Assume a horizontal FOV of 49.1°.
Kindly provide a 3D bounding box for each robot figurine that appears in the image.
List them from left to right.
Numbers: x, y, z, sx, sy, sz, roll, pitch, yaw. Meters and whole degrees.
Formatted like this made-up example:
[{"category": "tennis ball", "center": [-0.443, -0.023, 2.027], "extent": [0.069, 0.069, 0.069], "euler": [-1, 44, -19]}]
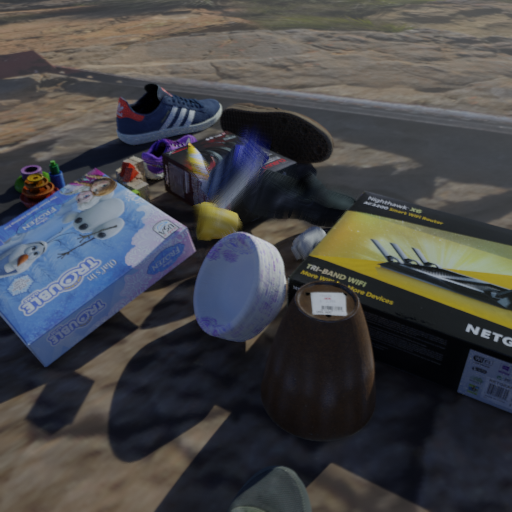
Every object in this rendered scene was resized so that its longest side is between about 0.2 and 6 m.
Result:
[{"category": "robot figurine", "center": [1.045, -0.255, 10.824], "extent": [0.725, 0.482, 0.854], "euler": [-13, 19, 47]}]

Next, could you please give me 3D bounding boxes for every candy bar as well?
[{"category": "candy bar", "center": [-1.129, -1.801, 10.900], "extent": [0.204, 0.459, 1.841], "euler": [-33, 26, 4]}]

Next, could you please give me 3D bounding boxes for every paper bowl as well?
[{"category": "paper bowl", "center": [-0.187, 0.535, 8.890], "extent": [0.873, 1.679, 1.679], "euler": [23, 21, -36]}]

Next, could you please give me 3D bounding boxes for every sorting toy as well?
[{"category": "sorting toy", "center": [-4.923, -1.739, 12.686], "extent": [1.049, 0.716, 1.745], "euler": [-18, 39, -23]}]

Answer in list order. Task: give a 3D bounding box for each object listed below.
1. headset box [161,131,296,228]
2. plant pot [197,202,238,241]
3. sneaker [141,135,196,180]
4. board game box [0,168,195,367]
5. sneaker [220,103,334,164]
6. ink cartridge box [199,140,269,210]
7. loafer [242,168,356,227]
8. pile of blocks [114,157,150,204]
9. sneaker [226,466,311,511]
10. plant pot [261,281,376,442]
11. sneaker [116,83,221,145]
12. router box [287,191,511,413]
[{"category": "headset box", "center": [-0.512, -1.697, 12.386], "extent": [1.959, 0.989, 2.636], "euler": [-28, 44, -33]}, {"category": "plant pot", "center": [-0.748, -0.634, 10.909], "extent": [0.699, 0.743, 0.743], "euler": [9, 34, -15]}, {"category": "sneaker", "center": [-2.062, -2.562, 13.743], "extent": [0.798, 0.826, 1.979], "euler": [18, 39, 23]}, {"category": "board game box", "center": [-3.199, -0.033, 9.788], "extent": [3.077, 0.667, 3.062], "euler": [-40, 50, -23]}, {"category": "sneaker", "center": [0.704, -3.406, 14.600], "extent": [3.453, 1.216, 1.304], "euler": [25, 39, 29]}, {"category": "ink cartridge box", "center": [-0.369, -1.374, 9.211], "extent": [1.171, 0.230, 0.582], "euler": [-47, 58, 8]}, {"category": "loafer", "center": [0.996, -1.169, 10.946], "extent": [2.610, 0.916, 0.886], "euler": [5, 34, -29]}, {"category": "pile of blocks", "center": [-2.855, -1.388, 12.032], "extent": [1.210, 0.916, 2.947], "euler": [-10, 37, -14]}, {"category": "sneaker", "center": [-0.134, 3.209, 5.324], "extent": [1.140, 1.295, 3.060], "euler": [13, 38, 16]}, {"category": "plant pot", "center": [0.901, 1.278, 7.600], "extent": [1.657, 1.773, 1.657], "euler": [0, 36, 0]}, {"category": "sneaker", "center": [-2.337, -4.122, 15.441], "extent": [3.243, 1.370, 1.216], "euler": [-26, 43, -32]}, {"category": "router box", "center": [3.028, 0.539, 9.189], "extent": [4.108, 1.073, 3.230], "euler": [19, 40, 24]}]
